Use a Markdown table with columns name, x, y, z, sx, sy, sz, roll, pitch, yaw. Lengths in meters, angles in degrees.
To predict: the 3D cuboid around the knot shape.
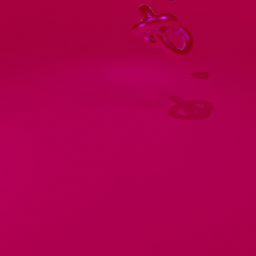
| name | x | y | z | sx | sy | sz | roll | pitch | yaw |
| --- | --- | --- | --- | --- | --- | --- | --- | --- | --- |
| knot shape | 0.820 | -2.628 | 7.574 | 1.982 | 0.916 | 1.855 | 33 | 17 | 16 |
